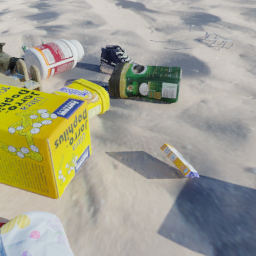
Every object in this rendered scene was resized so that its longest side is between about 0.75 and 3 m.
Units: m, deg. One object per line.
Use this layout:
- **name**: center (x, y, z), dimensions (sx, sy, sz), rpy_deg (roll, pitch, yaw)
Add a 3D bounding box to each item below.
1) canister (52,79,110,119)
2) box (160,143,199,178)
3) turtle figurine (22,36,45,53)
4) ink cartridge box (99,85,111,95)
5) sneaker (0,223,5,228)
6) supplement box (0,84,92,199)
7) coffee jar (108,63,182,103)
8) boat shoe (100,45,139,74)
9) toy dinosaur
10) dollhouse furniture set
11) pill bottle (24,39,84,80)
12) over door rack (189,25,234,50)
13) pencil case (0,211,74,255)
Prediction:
- **canister**: center (-1.721, -0.609, 8.090), dimensions (1.454, 0.847, 1.957), rpy_deg (27, 44, 33)
- **box**: center (1.166, 0.767, 6.220), dimensions (0.969, 0.201, 0.577), rpy_deg (51, 13, 28)
- **turtle figurine**: center (-3.803, -3.073, 11.607), dimensions (1.255, 0.844, 1.677), rpy_deg (-9, 47, 23)
- **ink cartridge box**: center (-0.888, -1.316, 9.685), dimensions (0.850, 0.167, 0.423), rpy_deg (6, 35, 7)
- **sneaker**: center (-2.307, 1.827, 5.038), dimensions (1.115, 0.437, 0.644), rpy_deg (31, 36, 19)
- **supplement box**: center (-2.504, 0.150, 6.298), dimensions (2.923, 1.601, 1.591), rpy_deg (12, 36, 15)
- **coffee jar**: center (0.556, -1.511, 9.216), dimensions (2.334, 0.996, 1.217), rpy_deg (7, 41, 9)
- **boat shoe**: center (-0.155, -2.541, 10.700), dimensions (2.157, 1.000, 0.805), rpy_deg (16, 38, 22)
- **toy dinosaur**: center (-5.078, -2.504, 10.629), dimensions (2.507, 1.282, 0.965), rpy_deg (-3, 35, 7)
- **dollhouse furniture set**: center (-4.488, -1.827, 9.052), dimensions (2.568, 1.706, 2.251), rpy_deg (25, 42, 31)
- **pill bottle**: center (-2.766, -2.702, 10.776), dimensions (1.199, 1.199, 2.122), rpy_deg (24, 40, 30)
- **over door rack**: center (3.917, -4.250, 13.359), dimensions (1.859, 0.619, 1.373), rpy_deg (5, 29, -32)
- **pencil case**: center (-1.072, 2.241, 3.726), dimensions (1.002, 1.094, 2.412), rpy_deg (-50, 46, 6)
